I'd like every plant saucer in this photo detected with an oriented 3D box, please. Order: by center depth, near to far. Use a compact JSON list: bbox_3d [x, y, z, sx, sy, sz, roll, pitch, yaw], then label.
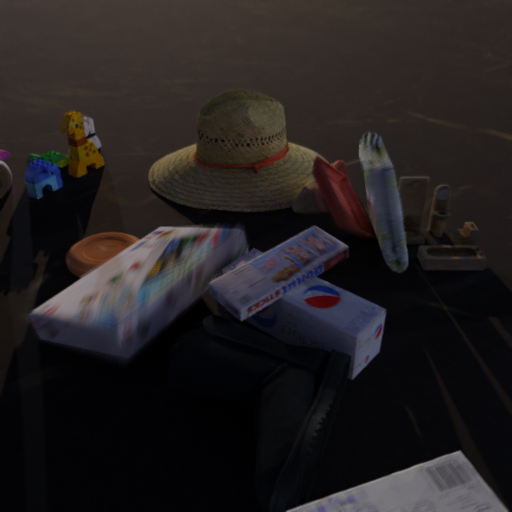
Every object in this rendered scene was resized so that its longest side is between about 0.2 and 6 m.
[{"bbox_3d":[-2.723,-0.054,10.176,1.420,0.229,1.420,1,33,0],"label":"plant saucer"},{"bbox_3d":[1.606,-1.007,10.458,1.510,0.277,1.508,13,50,-59],"label":"plant saucer"}]

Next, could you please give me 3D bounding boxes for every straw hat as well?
[{"bbox_3d":[-0.346,-2.751,12.859,4.418,1.870,4.418,0,32,0],"label":"straw hat"}]

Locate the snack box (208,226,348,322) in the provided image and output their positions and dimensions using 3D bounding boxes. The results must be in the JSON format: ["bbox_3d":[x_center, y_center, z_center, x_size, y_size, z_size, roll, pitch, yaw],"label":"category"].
[{"bbox_3d":[0.358,0.202,8.136,2.063,0.251,0.742,-28,44,-28],"label":"snack box"}]

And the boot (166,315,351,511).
[{"bbox_3d":[-0.166,1.758,6.668,2.128,0.967,2.532,12,32,17],"label":"boot"}]

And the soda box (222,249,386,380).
[{"bbox_3d":[0.625,0.790,8.288,2.442,0.832,0.777,26,42,33],"label":"soda box"}]

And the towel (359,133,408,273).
[{"bbox_3d":[2.217,-0.973,9.919,0.494,2.050,1.755,-12,29,11],"label":"towel"}]

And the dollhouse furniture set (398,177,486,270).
[{"bbox_3d":[3.361,-0.615,10.171,1.357,1.163,1.427,0,33,0],"label":"dollhouse furniture set"}]

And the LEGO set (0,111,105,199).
[{"bbox_3d":[-4.642,-2.532,12.872,1.361,1.464,3.568,18,37,24],"label":"LEGO set"}]

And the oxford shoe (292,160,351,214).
[{"bbox_3d":[1.416,-1.467,11.862,0.860,0.824,2.329,-12,14,28],"label":"oxford shoe"}]

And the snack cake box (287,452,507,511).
[{"bbox_3d":[1.000,2.972,4.807,2.815,0.946,1.619,-11,36,-16],"label":"snack cake box"}]

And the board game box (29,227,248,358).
[{"bbox_3d":[-1.720,0.400,8.781,1.901,0.521,3.012,4,30,35],"label":"board game box"}]

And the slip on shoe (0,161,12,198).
[{"bbox_3d":[-6.107,-1.071,10.971,2.793,1.062,0.846,-26,38,-31],"label":"slip on shoe"}]
